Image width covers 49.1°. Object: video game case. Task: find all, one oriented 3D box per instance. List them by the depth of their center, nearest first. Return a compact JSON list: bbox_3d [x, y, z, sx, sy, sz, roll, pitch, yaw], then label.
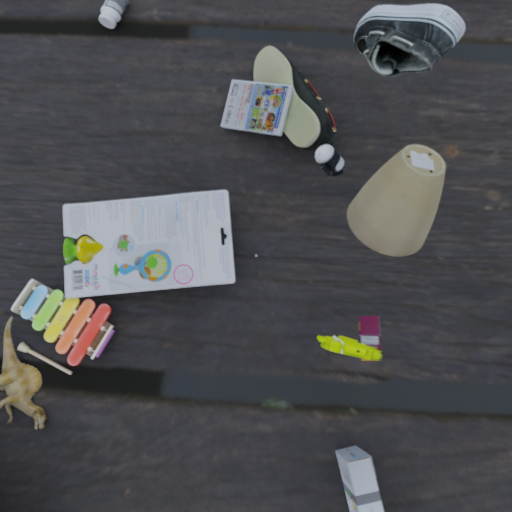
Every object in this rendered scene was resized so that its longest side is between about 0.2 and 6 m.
[{"bbox_3d":[-0.002,-2.875,10.845,1.347,0.121,0.964,15,92,28],"label":"video game case"}]

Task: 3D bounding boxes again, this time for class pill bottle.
[{"bbox_3d":[-2.966,-5.149,11.644,0.435,0.435,0.751,20,77,5],"label":"pill bottle"}]

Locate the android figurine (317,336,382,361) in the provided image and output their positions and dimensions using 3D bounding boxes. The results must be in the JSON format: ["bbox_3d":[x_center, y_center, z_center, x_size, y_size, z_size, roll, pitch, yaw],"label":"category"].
[{"bbox_3d":[1.176,1.158,7.139,0.815,0.742,0.167,14,90,2],"label":"android figurine"}]

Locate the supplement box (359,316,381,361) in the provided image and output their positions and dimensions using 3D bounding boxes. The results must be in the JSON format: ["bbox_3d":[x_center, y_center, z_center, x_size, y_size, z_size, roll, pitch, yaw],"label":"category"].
[{"bbox_3d":[1.769,1.286,8.687,0.321,0.623,0.408,-2,41,12],"label":"supplement box"}]

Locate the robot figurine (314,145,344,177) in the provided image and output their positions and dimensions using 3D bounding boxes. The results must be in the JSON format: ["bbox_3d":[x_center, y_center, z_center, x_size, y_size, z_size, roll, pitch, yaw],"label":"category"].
[{"bbox_3d":[1.252,-1.619,9.542,0.375,0.602,0.452,-43,35,9],"label":"robot figurine"}]

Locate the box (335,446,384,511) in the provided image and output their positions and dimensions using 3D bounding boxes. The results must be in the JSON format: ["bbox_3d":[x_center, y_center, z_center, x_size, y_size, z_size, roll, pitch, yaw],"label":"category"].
[{"bbox_3d":[1.740,4.115,8.733,0.421,1.594,2.045,-13,77,-1],"label":"box"}]

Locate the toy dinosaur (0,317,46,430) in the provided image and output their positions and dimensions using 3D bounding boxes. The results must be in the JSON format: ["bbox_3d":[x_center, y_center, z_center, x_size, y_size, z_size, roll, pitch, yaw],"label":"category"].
[{"bbox_3d":[-4.345,2.177,9.854,1.017,0.585,2.011,-20,84,-21],"label":"toy dinosaur"}]

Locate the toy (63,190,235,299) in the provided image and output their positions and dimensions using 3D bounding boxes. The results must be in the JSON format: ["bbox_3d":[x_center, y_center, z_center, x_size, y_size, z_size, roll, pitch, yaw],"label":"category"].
[{"bbox_3d":[-1.948,-0.177,10.264,3.022,0.713,1.740,-5,79,-3],"label":"toy"}]

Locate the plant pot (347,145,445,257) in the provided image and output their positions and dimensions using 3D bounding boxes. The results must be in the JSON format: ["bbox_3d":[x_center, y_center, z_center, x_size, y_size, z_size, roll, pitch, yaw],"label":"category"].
[{"bbox_3d":[1.983,-0.825,7.524,1.177,1.257,1.177,7,51,-9],"label":"plant pot"}]

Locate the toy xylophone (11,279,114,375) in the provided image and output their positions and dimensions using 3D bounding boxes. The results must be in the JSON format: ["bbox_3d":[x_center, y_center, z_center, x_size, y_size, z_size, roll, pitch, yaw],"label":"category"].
[{"bbox_3d":[-3.480,1.304,10.009,1.885,0.473,1.380,21,77,5],"label":"toy xylophone"}]

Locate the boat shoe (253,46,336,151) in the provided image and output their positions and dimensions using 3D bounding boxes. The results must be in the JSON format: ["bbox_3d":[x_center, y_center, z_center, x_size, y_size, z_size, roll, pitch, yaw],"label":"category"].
[{"bbox_3d":[0.711,-3.065,10.984,0.919,0.787,2.513,-44,61,33],"label":"boat shoe"}]

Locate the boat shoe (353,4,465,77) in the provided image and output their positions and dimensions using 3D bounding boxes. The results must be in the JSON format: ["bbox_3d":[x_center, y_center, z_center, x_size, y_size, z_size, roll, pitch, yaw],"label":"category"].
[{"bbox_3d":[1.968,-3.100,8.205,0.869,2.411,0.855,38,91,-21],"label":"boat shoe"}]
